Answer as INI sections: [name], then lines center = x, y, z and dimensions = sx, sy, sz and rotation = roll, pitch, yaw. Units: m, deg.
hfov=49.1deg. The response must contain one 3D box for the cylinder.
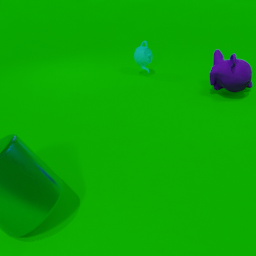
[cylinder]
center = -1.723, 0.841, 4.160
dimensions = 1.098, 1.098, 1.098
rotation = -31, 24, 16

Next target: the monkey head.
[monkey head]
center = 3.123, -1.790, 8.490
dimensions = 1.166, 1.392, 1.935
rotation = -6, -19, 35

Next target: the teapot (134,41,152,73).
[teapot]
center = 0.587, -2.506, 9.922
dimensions = 0.555, 1.134, 0.705
rotation = 0, 3, 39
